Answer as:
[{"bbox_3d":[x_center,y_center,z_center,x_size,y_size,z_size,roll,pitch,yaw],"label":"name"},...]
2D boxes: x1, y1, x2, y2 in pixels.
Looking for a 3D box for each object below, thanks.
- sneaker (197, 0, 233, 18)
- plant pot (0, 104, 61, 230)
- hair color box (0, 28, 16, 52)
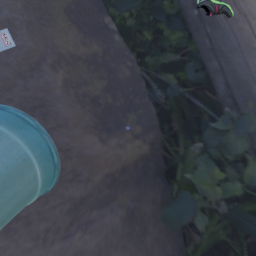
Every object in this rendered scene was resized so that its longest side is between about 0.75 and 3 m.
[{"bbox_3d":[1.970,-2.697,6.389,0.881,0.338,0.369,23,95,-1],"label":"sneaker"},{"bbox_3d":[-2.430,0.881,4.413,1.988,1.988,1.947,20,29,8],"label":"plant pot"},{"bbox_3d":[-3.417,-1.792,6.393,1.452,0.440,0.719,-33,27,-26],"label":"hair color box"}]
